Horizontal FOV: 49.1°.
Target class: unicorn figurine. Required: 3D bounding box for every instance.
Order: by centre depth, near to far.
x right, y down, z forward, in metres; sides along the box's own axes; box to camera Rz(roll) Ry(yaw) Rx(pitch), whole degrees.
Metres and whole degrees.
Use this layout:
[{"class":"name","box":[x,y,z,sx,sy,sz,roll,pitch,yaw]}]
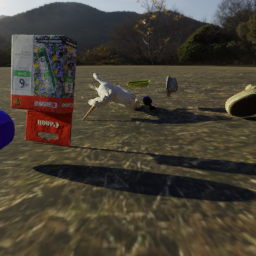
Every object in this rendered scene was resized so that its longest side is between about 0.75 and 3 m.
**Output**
[{"class":"unicorn figurine","box":[-0.675,-1.275,10.788,2.994,1.106,2.057,-2,31,-35]}]

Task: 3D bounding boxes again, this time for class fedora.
[{"class":"fedora","box":[1.835,-1.736,11.544,0.403,0.789,0.892,-3,57,20]}]

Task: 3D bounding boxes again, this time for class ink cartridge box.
[{"class":"ink cartridge box","box":[-2.003,-0.842,6.588,1.375,2.524,0.635,6,6,17]}]

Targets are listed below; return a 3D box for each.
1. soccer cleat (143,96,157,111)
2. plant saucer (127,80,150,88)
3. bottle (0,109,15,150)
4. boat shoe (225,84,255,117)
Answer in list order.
[{"class":"soccer cleat","box":[0.796,-1.010,10.554,0.353,0.379,1.035,-18,-27,19]},{"class":"plant saucer","box":[0.470,-1.861,11.922,0.939,0.225,0.940,-3,15,9]},{"class":"bottle","box":[-3.373,-0.403,5.892,2.173,0.908,0.709,33,47,15]},{"class":"boat shoe","box":[4.541,-1.125,10.076,2.686,0.963,1.023,-12,43,-17]}]
